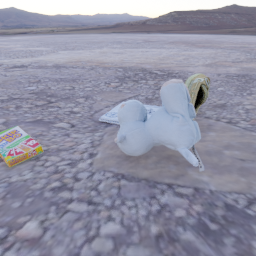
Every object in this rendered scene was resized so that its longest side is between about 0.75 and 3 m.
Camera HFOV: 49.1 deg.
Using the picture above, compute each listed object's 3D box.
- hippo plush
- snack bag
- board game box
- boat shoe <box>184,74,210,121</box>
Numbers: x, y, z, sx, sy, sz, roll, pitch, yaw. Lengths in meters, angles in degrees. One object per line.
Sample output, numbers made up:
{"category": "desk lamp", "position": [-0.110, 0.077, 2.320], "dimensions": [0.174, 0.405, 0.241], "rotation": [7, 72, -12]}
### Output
{"category": "hippo plush", "position": [0.681, 0.083, 6.546], "dimensions": [1.780, 2.214, 1.763], "rotation": [-14, -20, 19]}
{"category": "snack bag", "position": [0.131, -0.460, 9.138], "dimensions": [1.596, 0.181, 1.693], "rotation": [9, 27, 23]}
{"category": "board game box", "position": [-2.860, 0.385, 6.959], "dimensions": [0.827, 0.259, 1.730], "rotation": [-27, 31, -32]}
{"category": "boat shoe", "position": [2.116, -0.927, 8.809], "dimensions": [0.896, 1.039, 2.848], "rotation": [12, 32, 32]}
